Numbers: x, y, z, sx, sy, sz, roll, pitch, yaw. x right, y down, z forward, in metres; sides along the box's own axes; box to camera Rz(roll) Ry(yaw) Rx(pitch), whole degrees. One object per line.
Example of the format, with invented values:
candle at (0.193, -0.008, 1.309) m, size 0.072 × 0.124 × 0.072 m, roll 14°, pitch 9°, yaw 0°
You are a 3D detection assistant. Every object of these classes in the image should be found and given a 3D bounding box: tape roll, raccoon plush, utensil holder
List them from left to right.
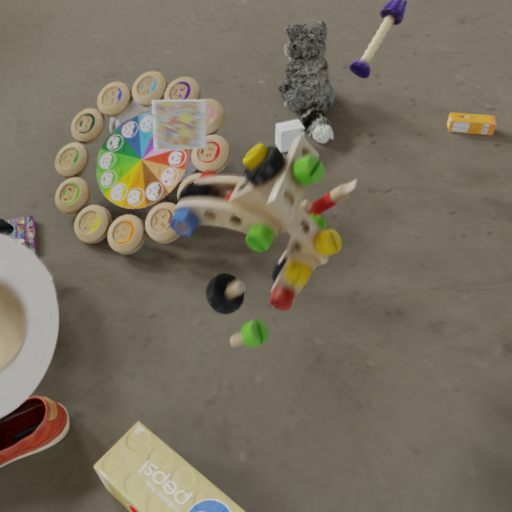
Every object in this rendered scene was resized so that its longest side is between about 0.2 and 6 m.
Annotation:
tape roll at (-2.664, 0.638, 5.149) m, size 0.611 × 1.748 × 1.748 m, roll -2°, pitch 45°, yaw 26°
utensil holder at (-2.077, -2.492, 11.893) m, size 1.401 × 1.401 × 1.649 m, roll -32°, pitch 59°, yaw -25°
raccoon plush at (1.449, -4.190, 13.047) m, size 1.327 × 1.838 × 2.743 m, roll -18°, pitch 51°, yaw -15°

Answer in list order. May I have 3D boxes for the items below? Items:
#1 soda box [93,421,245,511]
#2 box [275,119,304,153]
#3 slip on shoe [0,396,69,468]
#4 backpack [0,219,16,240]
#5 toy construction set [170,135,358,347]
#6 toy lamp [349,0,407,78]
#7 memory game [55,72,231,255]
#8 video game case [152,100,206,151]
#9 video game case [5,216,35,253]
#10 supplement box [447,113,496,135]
soda box at (-0.902, 3.285, 7.174) m, size 2.483 × 0.795 × 0.841 m, roll 32°, pitch 56°, yaw 24°
box at (0.752, -2.696, 12.587) m, size 0.562 × 0.565 × 0.369 m, roll -14°, pitch 48°, yaw -13°
slip on shoe at (-3.869, 2.668, 7.750) m, size 2.470 × 0.756 × 0.915 m, roll -24°, pitch 55°, yaw -18°
backpack at (-5.096, 0.036, 9.447) m, size 1.729 × 1.508 × 1.967 m, roll 14°, pitch 30°, yaw 17°
toy construction set at (0.513, -0.567, 7.115) m, size 2.645 × 2.032 × 2.206 m, roll -35°, pitch 94°, yaw -45°
toy lamp at (2.649, -4.739, 12.035) m, size 0.540 × 0.540 × 1.854 m, roll 29°, pitch 83°, yaw 23°
memory game at (-2.287, -1.884, 10.863) m, size 3.854 × 0.245 × 3.854 m, roll -5°, pitch 72°, yaw 16°
video game case at (-1.309, -2.239, 9.585) m, size 0.911 × 0.829 × 0.104 m, roll -7°, pitch 23°, yaw -20°
video game case at (-4.706, -0.358, 10.795) m, size 0.828 × 0.163 × 0.913 m, roll -13°, pitch 50°, yaw -11°
supplement box at (5.022, -3.086, 13.084) m, size 1.031 × 0.355 × 0.343 m, roll 8°, pitch 48°, yaw 5°
